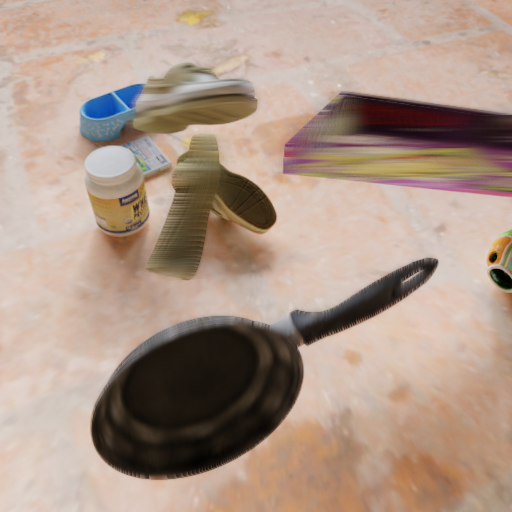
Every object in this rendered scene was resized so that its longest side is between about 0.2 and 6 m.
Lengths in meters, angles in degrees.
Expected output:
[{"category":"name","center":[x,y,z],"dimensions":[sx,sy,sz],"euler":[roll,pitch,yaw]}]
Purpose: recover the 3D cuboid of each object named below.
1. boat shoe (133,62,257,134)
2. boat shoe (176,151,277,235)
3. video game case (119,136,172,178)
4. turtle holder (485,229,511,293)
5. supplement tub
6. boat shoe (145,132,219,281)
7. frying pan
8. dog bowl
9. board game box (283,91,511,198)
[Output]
[{"category":"boat shoe","center":[-1.171,-2.840,9.784],"dimensions":[3.009,1.029,1.125],"euler":[5,0,44]},{"category":"boat shoe","center":[-0.593,-1.181,11.193],"dimensions":[2.386,0.792,0.883],"euler":[40,61,16]},{"category":"video game case","center":[-2.638,-2.157,12.502],"dimensions":[1.090,0.132,1.196],"euler":[-27,55,-22]},{"category":"turtle holder","center":[4.645,0.252,9.911],"dimensions":[0.974,1.372,1.042],"euler":[-39,26,-25]},{"category":"supplement tub","center":[-2.669,-1.230,10.759],"dimensions":[1.089,1.508,1.089],"euler":[0,49,0]},{"category":"boat shoe","center":[-0.853,-0.637,6.571],"dimensions":[0.566,0.656,1.798],"euler":[13,84,-21]},{"category":"frying pan","center":[-0.123,0.942,5.842],"dimensions":[3.865,2.338,0.629],"euler":[-50,40,13]},{"category":"dog bowl","center":[-3.207,-3.486,13.399],"dimensions":[2.191,0.543,1.221],"euler":[-27,54,-23]},{"category":"board game box","center":[2.869,-1.506,8.392],"dimensions":[4.435,2.662,0.716],"euler":[4,82,-12]}]
